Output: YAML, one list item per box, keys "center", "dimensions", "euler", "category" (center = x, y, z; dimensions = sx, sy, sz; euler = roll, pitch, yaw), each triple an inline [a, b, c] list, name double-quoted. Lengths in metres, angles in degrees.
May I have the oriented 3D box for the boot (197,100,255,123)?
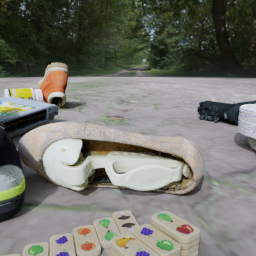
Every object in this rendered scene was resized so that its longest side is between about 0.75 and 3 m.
- center: [3.337, -0.568, 9.026]
  dimensions: [1.914, 0.708, 1.569]
  euler: [-10, 14, -30]
  category: "boot"

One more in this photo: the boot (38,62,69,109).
- center: [-3.223, -1.419, 11.963]
  dimensions: [1.088, 1.555, 2.900]
  euler: [0, -16, -23]
  category: "boot"

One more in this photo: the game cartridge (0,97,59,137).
- center: [-3.471, -0.297, 7.361]
  dimensions: [1.945, 0.590, 2.917]
  euler: [7, 18, 20]
  category: "game cartridge"

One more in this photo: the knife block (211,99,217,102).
- center: [3.299, -0.743, 10.628]
  dimensions: [0.259, 0.711, 0.810]
  euler: [-33, 57, 1]
  category: "knife block"

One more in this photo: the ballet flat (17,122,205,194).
- center: [-0.330, 0.457, 3.888]
  dimensions: [2.802, 0.954, 0.942]
  euler: [0, 21, 5]
  category: "ballet flat"

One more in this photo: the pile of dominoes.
- center: [-0.326, 1.121, 2.167]
  dimensions: [2.000, 0.318, 1.559]
  euler: [-9, 15, -36]
  category: "pile of dominoes"

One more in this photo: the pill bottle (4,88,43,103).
- center: [-4.354, -1.253, 11.711]
  dimensions: [1.422, 0.813, 0.813]
  euler: [-8, 15, -28]
  category: "pill bottle"

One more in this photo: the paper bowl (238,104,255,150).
- center: [3.146, 0.039, 5.667]
  dimensions: [1.737, 0.903, 1.737]
  euler: [0, 12, 0]
  category: "paper bowl"

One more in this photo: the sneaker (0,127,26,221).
- center: [-2.074, 0.245, 4.040]
  dimensions: [1.044, 1.205, 2.911]
  euler: [-9, 15, -35]
  category: "sneaker"

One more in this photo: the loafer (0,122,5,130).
- center: [-2.951, -0.547, 5.734]
  dimensions: [0.632, 1.816, 0.683]
  euler: [-22, -12, -3]
  category: "loafer"
